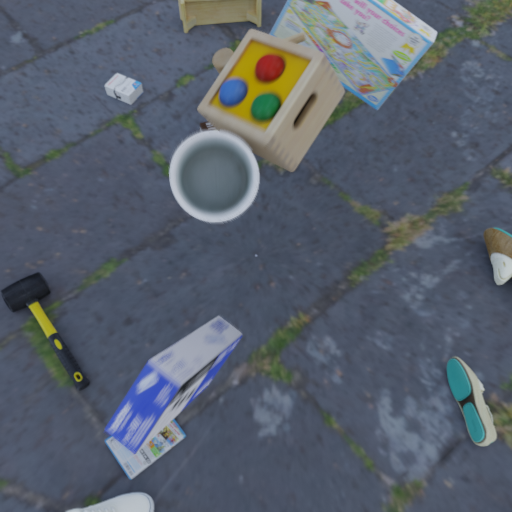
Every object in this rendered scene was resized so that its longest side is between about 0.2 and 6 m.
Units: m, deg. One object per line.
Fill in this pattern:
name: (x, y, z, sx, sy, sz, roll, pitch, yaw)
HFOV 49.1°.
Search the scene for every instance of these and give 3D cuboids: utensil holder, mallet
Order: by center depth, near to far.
utensil holder: (-0.707, -1.292, 9.384, 1.390, 1.635, 1.390, 0, 96, -5)
mallet: (-3.841, 1.385, 10.768, 0.868, 0.542, 2.635, -38, 71, -25)

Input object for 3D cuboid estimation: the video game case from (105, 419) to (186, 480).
video game case: (-1.939, 3.200, 9.812, 1.159, 0.103, 0.829, -35, 64, -19)

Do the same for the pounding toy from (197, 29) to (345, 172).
pounding toy: (0.050, -3.193, 9.723, 2.716, 1.243, 2.386, 33, 89, 32)

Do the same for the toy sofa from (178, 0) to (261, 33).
toy sofa: (-1.006, -7.035, 15.613, 2.304, 0.954, 1.124, -6, 60, -4)

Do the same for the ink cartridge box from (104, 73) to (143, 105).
ink cartridge box: (-3.365, -4.253, 14.267, 0.769, 0.322, 0.558, 26, 62, 15)

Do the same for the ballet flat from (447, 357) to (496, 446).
ballet flat: (3.880, 2.584, 10.015, 0.557, 0.557, 1.604, -6, 60, -4)

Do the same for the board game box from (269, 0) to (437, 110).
board game box: (1.829, -4.333, 10.943, 2.721, 1.829, 0.466, 33, 51, -6)

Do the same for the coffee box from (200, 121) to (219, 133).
coffee box: (-0.891, -2.685, 13.234, 0.628, 0.438, 1.098, -17, 60, -10)

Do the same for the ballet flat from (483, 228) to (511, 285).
ballet flat: (5.373, 0.463, 11.162, 0.892, 0.837, 2.467, -41, 71, -12)

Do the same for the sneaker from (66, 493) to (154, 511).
sneaker: (-2.521, 4.239, 8.851, 1.804, 0.639, 0.659, -18, 60, -11)

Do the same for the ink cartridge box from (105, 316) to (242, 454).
ink cartridge box: (-1.003, 1.623, 7.571, 0.522, 2.363, 1.111, 36, 104, 9)
